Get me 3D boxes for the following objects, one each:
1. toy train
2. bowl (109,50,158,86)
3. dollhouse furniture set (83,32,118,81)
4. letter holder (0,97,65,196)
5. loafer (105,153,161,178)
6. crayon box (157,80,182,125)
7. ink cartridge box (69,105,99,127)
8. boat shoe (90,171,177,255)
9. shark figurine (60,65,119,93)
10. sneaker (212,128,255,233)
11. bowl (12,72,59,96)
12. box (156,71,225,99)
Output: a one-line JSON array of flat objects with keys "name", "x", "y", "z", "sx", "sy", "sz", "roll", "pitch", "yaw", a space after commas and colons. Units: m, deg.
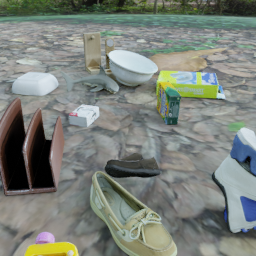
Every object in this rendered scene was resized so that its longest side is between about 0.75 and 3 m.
[{"name": "toy train", "x": -1.134, "y": 2.440, "z": 3.662, "sx": 2.565, "sy": 0.713, "sz": 1.927, "roll": 9, "pitch": 29, "yaw": 23}, {"name": "bowl", "x": 0.116, "y": -2.611, "z": 12.814, "sx": 2.293, "sy": 1.031, "sz": 2.293, "roll": 14, "pitch": 32, "yaw": -9}, {"name": "dollhouse furniture set", "x": -0.825, "y": -3.683, "z": 14.176, "sx": 2.269, "sy": 1.944, "sz": 2.386, "roll": -10, "pitch": 29, "yaw": -20}, {"name": "letter holder", "x": -2.286, "y": 0.249, "z": 6.845, "sx": 1.149, "sy": 1.623, "sz": 2.284, "roll": -3, "pitch": 27, "yaw": -6}, {"name": "loafer", "x": 0.087, "y": 0.808, "z": 6.167, "sx": 1.442, "sy": 0.514, "sz": 0.526, "roll": 12, "pitch": -28, "yaw": -40}, {"name": "crayon box", "x": 1.361, "y": -0.938, "z": 9.775, "sx": 0.424, "sy": 1.035, "sz": 1.646, "roll": -2, "pitch": 28, "yaw": -8}, {"name": "ink cartridge box", "x": -1.480, "y": -0.428, "z": 9.522, "sx": 0.685, "sy": 0.387, "sz": 0.933, "roll": 8, "pitch": 29, "yaw": 18}, {"name": "boat shoe", "x": -0.003, "y": 1.595, "z": 5.220, "sx": 0.809, "sy": 0.698, "sz": 2.218, "roll": -18, "pitch": 32, "yaw": -30}, {"name": "shark figurine", "x": -1.501, "y": -2.247, "z": 12.403, "sx": 2.607, "sy": 1.088, "sz": 1.558, "roll": 9, "pitch": 27, "yaw": 13}, {"name": "sneaker", "x": 2.718, "y": 1.410, "z": 5.177, "sx": 2.848, "sy": 1.645, "sz": 1.150, "roll": 37, "pitch": 30, "yaw": 4}, {"name": "bowl", "x": -4.094, "y": -2.003, "z": 12.376, "sx": 1.679, "sy": 0.627, "sz": 1.677, "roll": 8, "pitch": 29, "yaw": 12}, {"name": "box", "x": 2.706, "y": -1.884, "z": 12.093, "sx": 2.804, "sy": 0.668, "sz": 1.710, "roll": 4, "pitch": 28, "yaw": 10}]
